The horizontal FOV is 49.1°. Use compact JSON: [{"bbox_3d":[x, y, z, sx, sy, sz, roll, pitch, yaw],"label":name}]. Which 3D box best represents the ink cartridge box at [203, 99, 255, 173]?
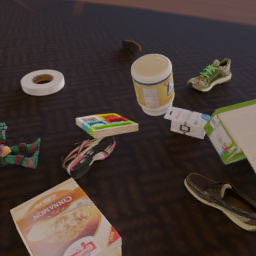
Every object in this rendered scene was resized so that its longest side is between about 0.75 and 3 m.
[{"bbox_3d":[4.134,0.646,8.845,2.187,1.121,2.959,-14,62,-18],"label":"ink cartridge box"}]

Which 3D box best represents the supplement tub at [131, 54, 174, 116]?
[{"bbox_3d":[0.807,-1.304,8.705,1.201,1.660,1.201,-7,50,8],"label":"supplement tub"}]

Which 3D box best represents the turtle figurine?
[{"bbox_3d":[-3.980,0.682,8.690,2.309,1.162,1.729,7,51,-17],"label":"turtle figurine"}]

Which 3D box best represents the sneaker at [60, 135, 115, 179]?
[{"bbox_3d":[-1.303,0.657,8.993,0.904,0.841,2.095,24,42,32],"label":"sneaker"}]

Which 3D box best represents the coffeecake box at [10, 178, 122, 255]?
[{"bbox_3d":[-1.479,2.479,6.617,1.712,0.815,2.230,-25,44,-29],"label":"coffeecake box"}]

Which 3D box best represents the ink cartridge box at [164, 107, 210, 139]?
[{"bbox_3d":[2.156,-0.220,10.361,1.529,0.510,0.886,16,40,19],"label":"ink cartridge box"}]

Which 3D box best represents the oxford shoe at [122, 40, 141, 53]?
[{"bbox_3d":[0.323,-4.835,16.327,0.573,0.573,1.607,-19,40,-31],"label":"oxford shoe"}]

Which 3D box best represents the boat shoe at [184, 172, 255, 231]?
[{"bbox_3d":[2.572,1.784,7.579,2.273,0.737,0.832,30,46,33],"label":"boat shoe"}]

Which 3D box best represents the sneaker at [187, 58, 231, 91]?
[{"bbox_3d":[3.752,-2.557,12.835,2.669,1.183,1.026,-25,44,-29],"label":"sneaker"}]

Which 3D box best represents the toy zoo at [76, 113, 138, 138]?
[{"bbox_3d":[-0.841,-0.168,9.605,1.515,0.236,2.310,-9,17,-24],"label":"toy zoo"}]

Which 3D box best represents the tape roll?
[{"bbox_3d":[-3.935,-2.126,12.959,1.930,0.353,1.930,-1,38,0],"label":"tape roll"}]
